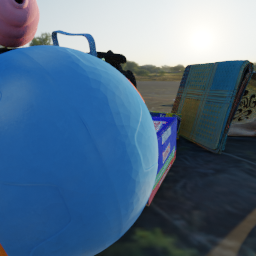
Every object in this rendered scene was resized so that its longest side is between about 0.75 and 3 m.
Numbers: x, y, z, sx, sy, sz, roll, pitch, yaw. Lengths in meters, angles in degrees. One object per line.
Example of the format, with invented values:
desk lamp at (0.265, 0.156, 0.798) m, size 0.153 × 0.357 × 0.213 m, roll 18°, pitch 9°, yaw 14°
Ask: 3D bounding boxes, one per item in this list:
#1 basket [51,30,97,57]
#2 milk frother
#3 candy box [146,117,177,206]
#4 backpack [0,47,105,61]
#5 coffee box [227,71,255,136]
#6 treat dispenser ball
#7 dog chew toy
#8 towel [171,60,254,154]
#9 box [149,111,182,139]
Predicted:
basket at (-1.683, -1.845, 9.485) m, size 1.905 × 2.739 × 2.415 m, roll -21°, pitch 30°, yaw -33°
milk frother at (-1.324, -2.236, 12.500) m, size 2.594 × 2.489 × 2.758 m, roll -5°, pitch 16°, yaw -25°
candy box at (-0.425, 0.300, 4.255) m, size 2.088 × 0.804 × 1.765 m, roll 2°, pitch 12°, yaw 20°
backpack at (-2.081, -0.833, 6.541) m, size 2.762 × 2.117 × 2.428 m, roll 7°, pitch 7°, yaw -19°
coffee box at (3.345, -0.630, 6.996) m, size 2.778 × 1.570 × 1.109 m, roll 3°, pitch 12°, yaw 10°
treat dispenser ball at (-0.630, 0.211, 2.409) m, size 1.775 × 1.775 × 1.775 m, roll 0°, pitch 11°, yaw 0°
dog chew toy at (-2.455, -2.432, 5.961) m, size 1.245 × 1.245 × 2.000 m, roll -6°, pitch 7°, yaw -29°
towel at (1.680, -0.599, 6.352) m, size 0.275 × 1.857 × 2.533 m, roll 17°, pitch 6°, yaw -16°
box at (0.420, -0.077, 5.982) m, size 0.655 × 0.602 × 1.871 m, roll 9°, pitch 5°, yaw 37°
